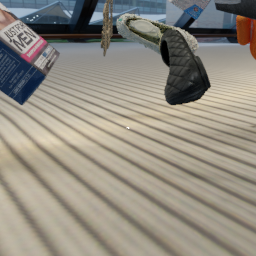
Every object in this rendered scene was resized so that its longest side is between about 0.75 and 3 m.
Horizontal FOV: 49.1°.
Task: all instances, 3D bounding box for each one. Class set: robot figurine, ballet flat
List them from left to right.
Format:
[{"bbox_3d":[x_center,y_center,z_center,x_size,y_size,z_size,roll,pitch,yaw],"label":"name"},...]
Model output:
[{"bbox_3d":[0.811,-2.355,7.239,2.316,0.831,0.831,14,19,-9],"label":"ballet flat"},{"bbox_3d":[0.863,-1.306,5.457,0.776,0.908,2.733,-22,29,10],"label":"ballet flat"},{"bbox_3d":[3.278,-2.172,5.815,1.609,2.237,1.304,35,74,33],"label":"robot figurine"}]

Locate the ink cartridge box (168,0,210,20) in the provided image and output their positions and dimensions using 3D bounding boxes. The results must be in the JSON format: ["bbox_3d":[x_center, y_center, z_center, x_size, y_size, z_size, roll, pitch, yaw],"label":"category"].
[{"bbox_3d":[1.998,-4.081,7.859,0.967,1.670,0.557,26,26,-17],"label":"ink cartridge box"}]

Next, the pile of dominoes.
[{"bbox_3d":[-0.693,-3.117,8.366,0.255,1.600,1.247,8,48,4],"label":"pile of dominoes"}]

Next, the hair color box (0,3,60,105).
[{"bbox_3d":[-2.499,-1.679,4.693,2.601,0.787,1.301,38,23,-22],"label":"hair color box"}]

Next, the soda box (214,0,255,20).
[{"bbox_3d":[1.258,-1.940,2.964,0.719,0.643,2.031,28,5,25],"label":"soda box"}]
